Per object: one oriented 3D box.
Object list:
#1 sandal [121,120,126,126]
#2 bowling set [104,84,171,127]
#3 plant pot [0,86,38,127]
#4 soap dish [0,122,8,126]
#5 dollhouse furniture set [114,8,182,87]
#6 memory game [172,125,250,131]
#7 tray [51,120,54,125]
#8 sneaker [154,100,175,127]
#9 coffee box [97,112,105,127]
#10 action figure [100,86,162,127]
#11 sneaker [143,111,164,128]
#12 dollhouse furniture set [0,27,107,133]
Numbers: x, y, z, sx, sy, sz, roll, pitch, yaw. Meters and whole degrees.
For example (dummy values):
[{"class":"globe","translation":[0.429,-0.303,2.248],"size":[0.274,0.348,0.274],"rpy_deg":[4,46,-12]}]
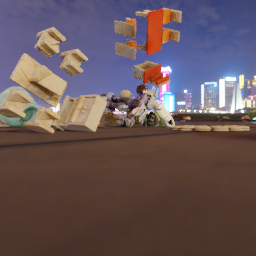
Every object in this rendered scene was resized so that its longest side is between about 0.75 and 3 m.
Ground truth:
[{"class":"sandal","translation":[-0.162,-0.244,13.199],"size":[0.442,0.317,1.113],"rpy_deg":[0,1,-11]},{"class":"bowling set","translation":[0.292,-1.103,11.360],"size":[2.786,1.939,1.496],"rpy_deg":[-3,-19,9]},{"class":"plant pot","translation":[-3.988,-0.640,10.345],"size":[1.017,1.518,1.518],"rpy_deg":[31,14,22]},{"class":"soap dish","translation":[-5.638,-0.267,12.605],"size":[0.756,0.391,0.961],"rpy_deg":[1,2,21]},{"class":"dollhouse furniture set","translation":[0.954,-3.006,10.449],"size":[1.365,2.620,2.649],"rpy_deg":[29,45,36]},{"class":"memory game","translation":[1.972,-0.006,6.807],"size":[1.834,0.117,1.834],"rpy_deg":[0,1,0]},{"class":"tray","translation":[-3.188,-0.340,15.030],"size":[1.205,0.452,2.442],"rpy_deg":[-1,2,-36]},{"class":"sneaker","translation":[1.299,-0.507,9.844],"size":[0.434,1.158,0.577],"rpy_deg":[-38,15,-4]},{"class":"coffee box","translation":[-1.633,-0.327,10.190],"size":[0.870,0.606,1.521],"rpy_deg":[-1,2,-38]},{"class":"action figure","translation":[0.043,-0.837,10.041],"size":[2.666,0.925,1.734],"rpy_deg":[7,40,33]},{"class":"sneaker","translation":[1.039,-0.267,10.257],"size":[0.695,0.603,1.569],"rpy_deg":[11,3,-9]},{"class":"dollhouse furniture set","translation":[-1.426,-0.639,5.292],"size":[1.119,1.580,1.720],"rpy_deg":[3,-25,43]}]
